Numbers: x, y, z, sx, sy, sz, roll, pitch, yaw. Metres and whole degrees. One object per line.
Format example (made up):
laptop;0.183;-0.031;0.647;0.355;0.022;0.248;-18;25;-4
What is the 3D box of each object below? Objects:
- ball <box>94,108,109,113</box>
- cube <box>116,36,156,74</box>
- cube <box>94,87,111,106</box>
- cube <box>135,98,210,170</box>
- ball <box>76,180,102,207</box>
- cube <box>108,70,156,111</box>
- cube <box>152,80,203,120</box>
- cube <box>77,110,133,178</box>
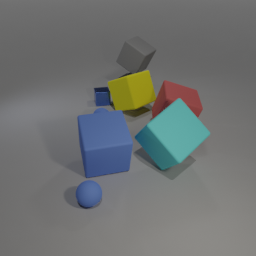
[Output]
ball;-1.038;-0.448;11.027;0.700;0.700;0.700;0;29;0
cube;0.460;-4.026;15.593;1.400;1.400;1.400;38;41;8
cube;-1.242;-1.518;13.480;0.700;0.700;0.700;-6;29;-12
cube;1.292;0.225;8.487;1.400;1.400;1.400;-39;86;-21
ball;-1.038;1.745;7.456;0.700;0.700;0.700;0;29;0
cube;0.185;-1.650;12.556;1.400;1.400;1.400;-25;14;-38
cube;1.807;-0.737;10.650;1.400;1.400;1.400;16;35;-8
cube;-0.739;0.481;8.650;1.400;1.400;1.400;-8;49;-13
